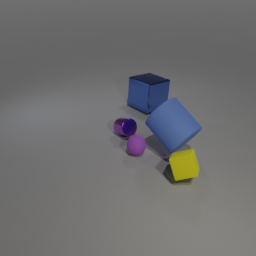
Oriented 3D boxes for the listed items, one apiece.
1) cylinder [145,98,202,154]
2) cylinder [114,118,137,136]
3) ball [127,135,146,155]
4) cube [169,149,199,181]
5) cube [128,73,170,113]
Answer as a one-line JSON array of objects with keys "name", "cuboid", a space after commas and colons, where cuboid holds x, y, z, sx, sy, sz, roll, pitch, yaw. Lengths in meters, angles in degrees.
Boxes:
[{"name": "cylinder", "cuboid": [1.550, -0.080, 9.620, 1.400, 1.400, 1.400, -27, 72, -38]}, {"name": "cylinder", "cuboid": [-0.111, -0.049, 11.100, 0.700, 0.700, 0.700, -19, 14, -29]}, {"name": "ball", "cuboid": [0.299, 0.618, 10.032, 0.700, 0.700, 0.700, 0, 30, 0]}, {"name": "cube", "cuboid": [1.736, 1.115, 8.591, 0.700, 0.700, 0.700, -15, 6, 21]}, {"name": "cube", "cuboid": [0.971, -1.701, 13.353, 1.400, 1.400, 1.400, -19, 35, -37]}]
